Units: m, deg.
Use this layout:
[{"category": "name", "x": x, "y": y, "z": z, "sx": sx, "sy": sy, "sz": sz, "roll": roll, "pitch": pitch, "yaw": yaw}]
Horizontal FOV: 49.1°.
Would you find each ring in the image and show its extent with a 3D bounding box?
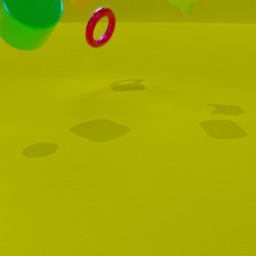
[{"category": "ring", "x": -1.074, "y": -3.961, "z": 11.151, "sx": 0.329, "sy": 1.643, "sz": 1.643, "roll": 35, "pitch": 36, "yaw": 20}]

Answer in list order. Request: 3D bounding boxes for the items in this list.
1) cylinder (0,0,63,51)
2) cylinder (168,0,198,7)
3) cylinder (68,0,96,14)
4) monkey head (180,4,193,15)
[{"category": "cylinder", "x": -2.035, "y": -2.316, "z": 5.691, "sx": 1.145, "sy": 1.145, "sz": 1.145, "roll": -15, "pitch": 0, "yaw": -31}, {"category": "cylinder", "x": 0.984, "y": -2.986, "z": 5.218, "sx": 0.983, "sy": 0.983, "sz": 0.983, "roll": -11, "pitch": 64, "yaw": -25}, {"category": "cylinder", "x": -1.566, "y": -4.649, "z": 9.471, "sx": 1.081, "sy": 1.081, "sz": 1.081, "roll": -42, "pitch": 21, "yaw": 11}, {"category": "monkey head", "x": 1.501, "y": -3.674, "z": 6.690, "sx": 1.199, "sy": 1.667, "sz": 1.004, "roll": 19, "pitch": 34, "yaw": 7}]
